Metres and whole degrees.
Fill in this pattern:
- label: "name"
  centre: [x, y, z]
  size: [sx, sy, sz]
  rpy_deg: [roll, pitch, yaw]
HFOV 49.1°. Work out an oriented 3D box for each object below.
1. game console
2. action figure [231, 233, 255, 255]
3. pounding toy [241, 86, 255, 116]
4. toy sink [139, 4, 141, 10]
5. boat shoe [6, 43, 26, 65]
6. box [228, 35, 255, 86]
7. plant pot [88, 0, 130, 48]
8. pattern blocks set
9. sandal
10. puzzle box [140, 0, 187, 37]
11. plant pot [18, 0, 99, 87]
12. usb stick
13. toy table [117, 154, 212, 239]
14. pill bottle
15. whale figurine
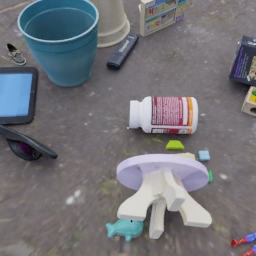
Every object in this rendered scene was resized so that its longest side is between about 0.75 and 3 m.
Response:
- label: "game console"
  centre: [-4.596, -1.569, 9.575]
  size: [1.646, 2.374, 2.782]
  rpy_deg: [-22, 53, 17]
- label: "action figure"
  centre: [3.622, 2.630, 6.976]
  size: [1.898, 0.939, 0.619]
  rpy_deg: [-17, 57, -15]
- label: "pounding toy"
  centre: [4.639, -0.681, 9.495]
  size: [1.328, 0.608, 1.167]
  rpy_deg: [22, 57, 15]
- label: "toy sink"
  centre: [1.146, -5.867, 13.161]
  size: [1.198, 0.671, 0.781]
  rpy_deg: [-5, 55, -3]
- label: "boat shoe"
  centre: [-4.554, -2.987, 11.289]
  size: [0.436, 0.368, 1.222]
  rpy_deg: [-36, 62, -23]
- label: "box"
  centre: [5.013, -2.205, 9.893]
  size: [2.501, 1.326, 1.529]
  rpy_deg: [20, 34, 14]
- label: "plant pot"
  centre: [-1.277, -5.199, 11.540]
  size: [2.775, 2.540, 2.775]
  rpy_deg: [0, 54, 0]
- label: "pattern blocks set"
  centre: [1.459, 1.189, 8.423]
  size: [2.096, 0.170, 1.843]
  rpy_deg: [6, 55, 5]
- label: "sandal"
  centre: [-3.260, 0.532, 8.560]
  size: [2.689, 1.011, 0.644]
  rpy_deg: [21, 82, 23]
- label: "puzzle box"
  centre: [1.535, -5.044, 12.028]
  size: [2.379, 1.583, 0.302]
  rpy_deg: [-30, 60, -19]
- label: "plant pot"
  centre: [-2.216, -2.885, 9.963]
  size: [2.571, 2.416, 2.571]
  rpy_deg: [0, 54, 0]
- label: "usb stick"
  centre: [-0.187, -3.156, 11.397]
  size: [0.613, 0.361, 2.212]
  rpy_deg: [13, 54, 23]
- label: "toy table"
  centre: [0.914, 1.642, 6.923]
  size: [2.406, 2.212, 1.409]
  rpy_deg: [0, 48, 0]
- label: "pill bottle"
  centre: [1.099, -0.418, 8.965]
  size: [2.067, 1.167, 1.167]
  rpy_deg: [2, 54, 1]
- label: "whale figurine"
  centre: [-0.081, 2.531, 7.259]
  size: [0.974, 0.505, 0.775]
  rpy_deg: [-9, 55, -6]
